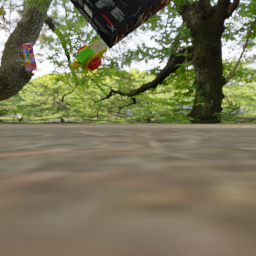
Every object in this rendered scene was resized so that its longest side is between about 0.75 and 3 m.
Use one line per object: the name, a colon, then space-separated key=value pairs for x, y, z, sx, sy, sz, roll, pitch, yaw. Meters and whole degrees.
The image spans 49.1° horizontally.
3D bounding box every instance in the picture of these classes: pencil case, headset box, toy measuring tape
pencil case: x=-3.999 y=-2.843 z=11.370 sx=0.501 sy=1.134 sz=0.501 roll=-4 pitch=14 yaw=1
headset box: x=-0.070 y=-3.426 z=6.862 sx=2.358 sy=1.755 sz=0.910 roll=-41 pitch=2 yaw=-10
toy measuring tape: x=-1.064 y=-2.839 z=10.416 sx=2.602 sy=0.957 sz=0.957 roll=-39 pitch=19 yaw=-24

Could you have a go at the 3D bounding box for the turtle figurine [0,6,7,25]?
turtle figurine: x=-3.169 y=-2.932 z=5.957 sx=1.369 sy=1.104 sz=0.441 roll=35 pitch=32 yaw=-12
